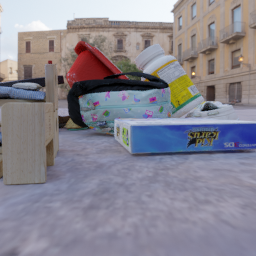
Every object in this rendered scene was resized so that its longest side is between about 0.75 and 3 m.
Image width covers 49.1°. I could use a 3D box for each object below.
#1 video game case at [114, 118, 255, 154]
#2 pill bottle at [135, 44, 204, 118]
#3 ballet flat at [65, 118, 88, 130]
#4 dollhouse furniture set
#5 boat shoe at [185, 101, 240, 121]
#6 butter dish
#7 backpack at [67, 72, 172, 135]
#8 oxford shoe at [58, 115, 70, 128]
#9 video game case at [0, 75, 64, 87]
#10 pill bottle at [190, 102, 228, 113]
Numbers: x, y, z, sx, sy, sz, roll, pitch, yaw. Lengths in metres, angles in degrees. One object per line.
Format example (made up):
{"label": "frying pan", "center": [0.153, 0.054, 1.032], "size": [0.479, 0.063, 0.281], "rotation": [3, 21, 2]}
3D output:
{"label": "video game case", "center": [1.075, 0.095, 6.124], "size": [2.515, 0.571, 2.279], "rotation": [-1, 5, -9]}
{"label": "pill bottle", "center": [1.420, -1.658, 10.235], "size": [1.502, 2.664, 1.502], "rotation": [-33, -5, -3]}
{"label": "ballet flat", "center": [-1.641, -0.375, 10.507], "size": [0.812, 0.746, 2.367], "rotation": [1, 6, 16]}
{"label": "dollhouse furniture set", "center": [-1.941, -0.263, 4.174], "size": [1.643, 1.634, 2.331], "rotation": [-1, 5, -10]}
{"label": "boat shoe", "center": [2.738, -0.471, 9.375], "size": [0.989, 0.897, 2.688], "rotation": [-21, 13, -19]}
{"label": "butter dish", "center": [-1.370, -1.553, 10.599], "size": [2.832, 2.099, 2.840], "rotation": [41, -5, -17]}
{"label": "backpack", "center": [-0.083, -0.665, 8.187], "size": [2.748, 1.739, 2.293], "rotation": [2, 19, 19]}
{"label": "oxford shoe", "center": [-2.926, -0.422, 10.330], "size": [2.102, 0.887, 0.764], "rotation": [-1, 5, -30]}
{"label": "video game case", "center": [-4.001, -1.469, 9.719], "size": [2.534, 0.358, 2.804], "rotation": [-3, 12, 16]}
{"label": "pill bottle", "center": [4.037, -0.786, 13.666], "size": [1.006, 1.006, 1.796], "rotation": [-5, 8, -43]}
